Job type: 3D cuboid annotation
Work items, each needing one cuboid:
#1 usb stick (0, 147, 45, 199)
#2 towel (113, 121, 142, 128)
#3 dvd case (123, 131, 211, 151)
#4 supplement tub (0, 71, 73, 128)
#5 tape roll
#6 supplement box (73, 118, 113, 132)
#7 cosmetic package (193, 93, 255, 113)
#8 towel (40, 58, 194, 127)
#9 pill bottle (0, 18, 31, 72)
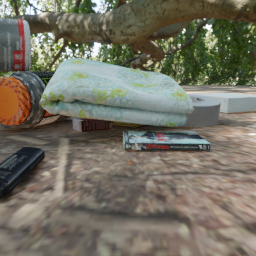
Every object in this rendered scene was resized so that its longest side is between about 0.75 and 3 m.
[{"bbox_3d":[-1.424,0.513,3.527,0.409,0.240,1.475,7,10,-2],"label":"usb stick"},{"bbox_3d":[0.079,-0.277,7.930,1.236,0.196,1.721,6,12,23],"label":"towel"},{"bbox_3d":[0.658,0.228,5.286,1.498,0.165,1.093,0,10,-1],"label":"dvd case"},{"bbox_3d":[-2.358,-0.791,7.439,1.413,1.413,2.306,4,11,23],"label":"supplement tub"},{"bbox_3d":[1.623,-0.528,7.750,1.759,0.581,1.759,2,17,-1],"label":"tape roll"},{"bbox_3d":[-0.849,-0.103,6.828,0.878,0.267,0.478,-7,12,-29],"label":"supplement box"},{"bbox_3d":[3.786,-1.028,10.995,1.769,0.606,2.347,-2,11,-22],"label":"cosmetic package"},{"bbox_3d":[-0.224,-0.891,6.297,2.946,0.709,2.521,6,23,-7],"label":"towel"},{"bbox_3d":[-3.638,-2.048,6.824,2.313,1.317,1.317,-3,11,-24],"label":"pill bottle"}]
